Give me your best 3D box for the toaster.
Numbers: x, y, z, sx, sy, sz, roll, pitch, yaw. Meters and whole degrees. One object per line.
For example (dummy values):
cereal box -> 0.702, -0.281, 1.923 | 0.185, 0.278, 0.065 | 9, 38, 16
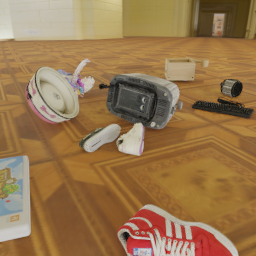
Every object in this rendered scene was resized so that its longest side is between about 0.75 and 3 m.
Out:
toaster -> 0.536, -1.136, 10.474 | 2.905, 1.651, 1.876 | 18, 21, 20

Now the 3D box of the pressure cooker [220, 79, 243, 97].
pressure cooker -> 5.023, -1.992, 13.791 | 0.841, 0.828, 0.941 | -34, 34, -19

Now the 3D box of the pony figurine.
pony figurine -> -2.735, -2.333, 14.013 | 2.125, 1.769, 2.051 | 14, 59, 23

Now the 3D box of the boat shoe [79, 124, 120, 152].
boat shoe -> -0.888, 0.220, 8.834 | 0.556, 0.565, 1.567 | 22, 33, 34

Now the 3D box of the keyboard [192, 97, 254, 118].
keyboard -> 4.038, -0.995, 11.889 | 2.410, 0.478, 1.255 | 14, 27, 28

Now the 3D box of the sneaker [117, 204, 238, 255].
sneaker -> 0.696, 1.940, 4.592 | 1.917, 0.683, 1.078 | 10, 20, 40

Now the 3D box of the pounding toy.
pounding toy -> 3.593, -3.600, 17.135 | 2.583, 1.182, 2.269 | 1, 23, 3

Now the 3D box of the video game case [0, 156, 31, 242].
video game case -> -3.507, 1.527, 6.048 | 2.615, 0.317, 2.873 | -7, 24, -17

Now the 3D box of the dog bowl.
dog bowl -> -2.817, -1.130, 10.341 | 0.794, 2.152, 2.152 | -29, 13, 22

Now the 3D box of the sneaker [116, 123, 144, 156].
sneaker -> 0.088, 0.269, 8.664 | 0.822, 0.618, 1.650 | 2, 23, 5
